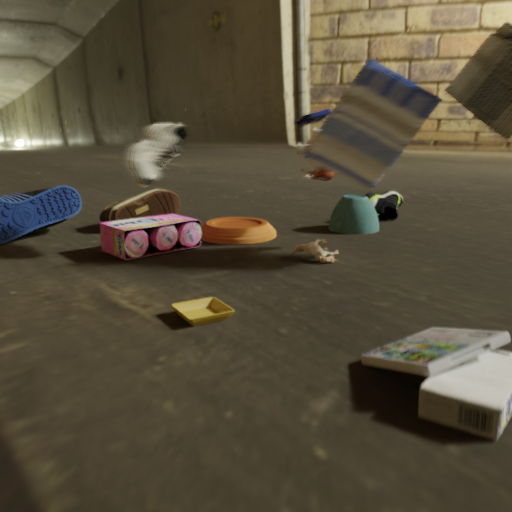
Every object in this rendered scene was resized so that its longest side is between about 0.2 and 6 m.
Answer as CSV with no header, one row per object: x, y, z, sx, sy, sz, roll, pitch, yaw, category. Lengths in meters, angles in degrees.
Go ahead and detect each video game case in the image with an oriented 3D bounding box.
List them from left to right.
1.984,1.058,6.342,1.139,0.138,1.250,-16,1,-22,video game case

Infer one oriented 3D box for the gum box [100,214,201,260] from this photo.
-2.227,-0.452,12.124,1.946,0.643,1.104,-12,18,-39,gum box

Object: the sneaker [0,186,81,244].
-5.854,-0.880,13.238,3.326,1.166,1.296,-18,5,-43,sneaker

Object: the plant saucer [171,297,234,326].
-0.784,0.830,8.173,0.718,0.174,0.718,-8,17,-29,plant saucer

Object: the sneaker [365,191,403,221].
3.619,-1.263,15.668,2.125,0.762,0.880,-11,51,-48,sneaker

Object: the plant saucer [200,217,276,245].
-0.464,-0.641,13.481,1.903,0.356,1.903,-1,15,0,plant saucer

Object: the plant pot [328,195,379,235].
2.481,-1.085,14.194,1.271,0.856,1.271,-1,15,0,plant pot

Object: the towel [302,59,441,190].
2.295,-2.546,11.367,1.787,2.433,0.290,24,38,-15,towel

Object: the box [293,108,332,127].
1.441,-3.522,14.327,0.931,0.151,0.564,-21,-2,-31,box

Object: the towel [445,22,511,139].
4.854,-3.345,10.887,1.709,1.775,0.307,42,49,5,towel

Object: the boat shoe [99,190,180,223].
-3.095,-1.260,14.861,0.901,0.899,2.436,3,14,35,boat shoe

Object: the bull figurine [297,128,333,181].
1.329,-2.266,12.534,0.763,1.256,0.409,-13,-7,-6,bull figurine

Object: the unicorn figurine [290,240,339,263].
1.218,-0.106,11.387,0.666,0.358,0.970,-9,18,-25,unicorn figurine

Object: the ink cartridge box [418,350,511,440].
2.310,1.349,5.828,0.768,0.355,1.410,10,16,35,ink cartridge box

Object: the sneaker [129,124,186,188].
-2.026,-2.203,11.770,0.807,0.696,1.840,-3,50,22,sneaker
